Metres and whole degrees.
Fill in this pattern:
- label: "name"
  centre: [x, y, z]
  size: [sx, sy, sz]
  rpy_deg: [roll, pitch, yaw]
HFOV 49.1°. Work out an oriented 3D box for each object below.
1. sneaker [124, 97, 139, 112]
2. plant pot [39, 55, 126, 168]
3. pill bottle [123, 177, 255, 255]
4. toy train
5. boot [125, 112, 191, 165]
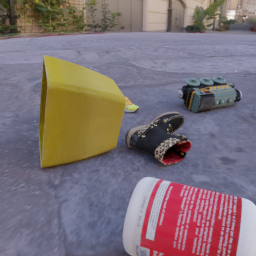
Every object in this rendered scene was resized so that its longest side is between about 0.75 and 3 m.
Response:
- label: "sneaker"
  centre: [-0.057, -1.076, 12.386]
  size: [1.288, 0.582, 0.503]
  rpy_deg: [21, 30, 35]
- label: "plant pot"
  centre: [-1.490, -0.532, 8.692]
  size: [2.278, 2.583, 2.583]
  rpy_deg: [3, 29, -20]
- label: "pill bottle"
  centre: [1.331, 1.801, 4.831]
  size: [2.575, 1.446, 1.446]
  rpy_deg: [9, 26, 20]
- label: "toy train"
  centre: [3.754, -1.518, 12.795]
  size: [2.922, 1.245, 1.665]
  rpy_deg: [-8, 37, -22]
- label: "boot"
  centre: [1.307, 0.281, 8.956]
  size: [2.361, 0.864, 1.778]
  rpy_deg: [-19, 29, -29]
